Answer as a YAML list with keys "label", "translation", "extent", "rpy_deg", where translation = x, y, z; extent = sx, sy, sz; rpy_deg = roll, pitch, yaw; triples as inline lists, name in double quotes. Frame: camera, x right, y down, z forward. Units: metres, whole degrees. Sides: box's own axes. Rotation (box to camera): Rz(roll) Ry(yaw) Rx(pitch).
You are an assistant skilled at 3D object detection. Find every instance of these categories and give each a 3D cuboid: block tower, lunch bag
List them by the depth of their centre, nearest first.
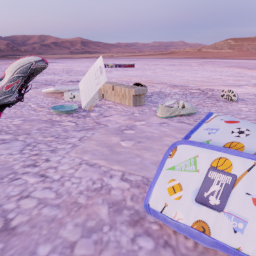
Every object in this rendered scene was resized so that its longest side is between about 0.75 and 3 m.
- label: "lunch bag"
  translation: [1.660, 0.830, 4.295]
  extent: [2.002, 1.458, 2.355]
  rpy_deg: [15, 39, 39]
- label: "block tower"
  translation: [-0.350, -1.646, 13.189]
  extent: [0.786, 0.842, 2.911]
  rpy_deg: [-13, 20, -36]

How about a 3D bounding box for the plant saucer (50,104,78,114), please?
- label: "plant saucer"
  translation: [-2.559, -0.746, 11.290]
  extent: [1.105, 0.199, 1.105]
  rpy_deg: [0, 17, 0]

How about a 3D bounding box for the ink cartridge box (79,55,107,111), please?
- label: "ink cartridge box"
  translation: [-1.098, -1.498, 9.439]
  extent: [0.376, 1.499, 1.215]
  rpy_deg: [18, 45, -38]

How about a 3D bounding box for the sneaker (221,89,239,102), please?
- label: "sneaker"
  translation: [5.018, -1.617, 13.522]
  extent: [0.598, 0.578, 1.434]
  rpy_deg: [5, 17, -5]

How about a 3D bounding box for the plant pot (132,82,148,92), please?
- label: "plant pot"
  translation: [0.628, -1.946, 14.318]
  extent: [0.788, 0.788, 0.780]
  rpy_deg: [7, 11, 22]

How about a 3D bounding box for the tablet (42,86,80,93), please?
- label: "tablet"
  translation: [-3.391, -1.996, 14.586]
  extent: [1.689, 0.177, 2.596]
  rpy_deg: [-8, 8, -27]

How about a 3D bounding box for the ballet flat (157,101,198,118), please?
- label: "ballet flat"
  translation: [1.950, -0.764, 10.687]
  extent: [1.887, 0.588, 0.636]
  rpy_deg: [-10, 19, -30]

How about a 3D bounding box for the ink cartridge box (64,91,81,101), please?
- label: "ink cartridge box"
  translation: [-2.544, -1.570, 13.594]
  extent: [0.942, 0.391, 0.691]
  rpy_deg: [2, 17, 8]

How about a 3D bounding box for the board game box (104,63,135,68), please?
- label: "board game box"
  translation: [-0.344, -2.449, 10.976]
  extent: [1.225, 0.198, 0.735]
  rpy_deg: [0, 20, 3]

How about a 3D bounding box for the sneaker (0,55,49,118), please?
- label: "sneaker"
  translation: [-3.273, -1.219, 8.255]
  extent: [2.360, 0.881, 0.952]
  rpy_deg: [-39, -9, 0]
